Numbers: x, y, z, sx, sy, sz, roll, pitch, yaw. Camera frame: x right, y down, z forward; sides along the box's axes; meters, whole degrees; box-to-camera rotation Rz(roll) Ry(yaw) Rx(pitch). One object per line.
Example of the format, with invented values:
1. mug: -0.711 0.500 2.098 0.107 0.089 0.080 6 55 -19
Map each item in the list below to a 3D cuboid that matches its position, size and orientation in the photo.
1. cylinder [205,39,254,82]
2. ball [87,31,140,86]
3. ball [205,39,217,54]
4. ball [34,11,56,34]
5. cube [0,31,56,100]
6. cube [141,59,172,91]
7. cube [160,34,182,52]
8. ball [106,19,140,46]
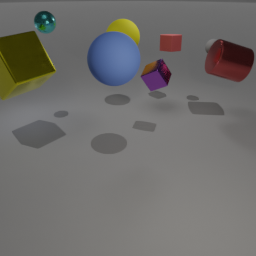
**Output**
1. cylinder: 4.040 -2.688 11.257 1.400 1.400 1.400 14 26 -10
2. ball: -0.373 -1.812 7.393 1.400 1.400 1.400 0 28 0
3. ball: 3.709 -3.506 12.165 0.700 0.700 0.700 0 28 0
4. ball: -2.703 -3.445 9.137 0.700 0.700 0.700 0 28 0
5. cube: -3.341 -1.885 8.523 1.400 1.400 1.400 -32 7 -42
6. cube: 0.971 -1.803 9.581 0.700 0.700 0.700 -15 37 37
7. cube: 1.904 -3.798 12.488 0.700 0.700 0.700 -18 27 -39
8. ball: -0.217 -3.732 11.496 1.400 1.400 1.400 0 28 0
